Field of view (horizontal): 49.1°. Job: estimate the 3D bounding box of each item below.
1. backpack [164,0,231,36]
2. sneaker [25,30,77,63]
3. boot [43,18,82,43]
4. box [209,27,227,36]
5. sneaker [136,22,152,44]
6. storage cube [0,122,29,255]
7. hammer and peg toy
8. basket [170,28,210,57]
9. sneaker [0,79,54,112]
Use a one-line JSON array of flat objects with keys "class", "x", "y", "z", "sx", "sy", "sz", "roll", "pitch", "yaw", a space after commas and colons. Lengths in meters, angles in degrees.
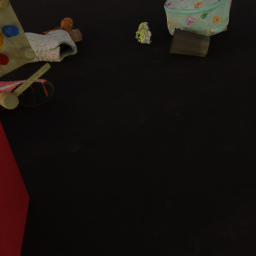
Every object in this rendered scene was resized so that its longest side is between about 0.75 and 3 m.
[{"class": "backpack", "x": 2.703, "y": -4.921, "z": 10.955, "sx": 2.594, "sy": 2.262, "sz": 2.951, "roll": 2, "pitch": 55, "yaw": 18}, {"class": "sneaker", "x": -2.918, "y": -2.728, "z": 9.744, "sx": 2.503, "sy": 0.975, "sz": 1.244, "roll": -26, "pitch": 51, "yaw": -26}, {"class": "boot", "x": -2.782, "y": -3.886, "z": 11.291, "sx": 1.352, "sy": 0.644, "sz": 1.747, "roll": -21, "pitch": 45, "yaw": -22}, {"class": "box", "x": 3.130, "y": -4.323, "z": 12.141, "sx": 1.792, "sy": 0.191, "sz": 1.465, "roll": -25, "pitch": 47, "yaw": -26}, {"class": "sneaker", "x": 0.578, "y": -3.904, "z": 11.393, "sx": 0.554, "sy": 0.547, "sz": 1.451, "roll": -4, "pitch": 39, "yaw": -6}, {"class": "storage cube", "x": -3.002, "y": 1.333, "z": 3.729, "sx": 2.487, "sy": 2.615, "sz": 2.909, "roll": -5, "pitch": 42, "yaw": -6}, {"class": "hammer and peg toy", "x": -1.530, "y": -0.884, "z": 3.318, "sx": 0.421, "sy": 1.195, "sz": 0.879, "roll": 14, "pitch": 45, "yaw": 45}, {"class": "basket", "x": 2.234, "y": -3.056, "z": 10.163, "sx": 1.285, "sy": 0.874, "sz": 1.159, "roll": 12, "pitch": 3, "yaw": 3}, {"class": "sneaker", "x": -3.254, "y": -1.074, "z": 7.893, "sx": 2.235, "sy": 0.824, "sz": 0.969, "roll": -15, "pitch": 42, "yaw": -16}]
